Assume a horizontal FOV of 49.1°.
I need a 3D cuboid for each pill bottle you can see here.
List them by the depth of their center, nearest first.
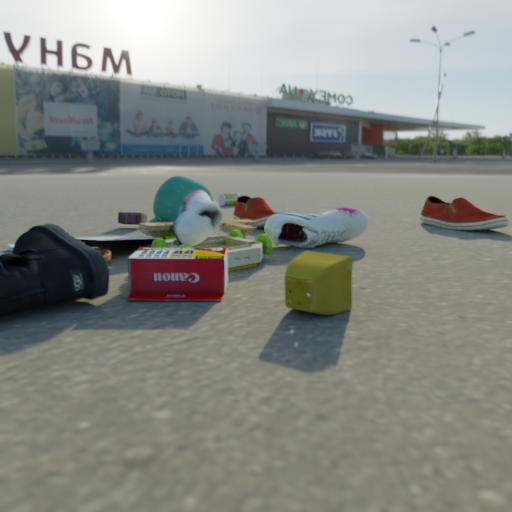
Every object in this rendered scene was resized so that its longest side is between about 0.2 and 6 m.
[{"bbox_3d":[-0.970,-2.143,21.170,0.889,0.486,0.486,-8,14,-39],"label":"pill bottle"}]

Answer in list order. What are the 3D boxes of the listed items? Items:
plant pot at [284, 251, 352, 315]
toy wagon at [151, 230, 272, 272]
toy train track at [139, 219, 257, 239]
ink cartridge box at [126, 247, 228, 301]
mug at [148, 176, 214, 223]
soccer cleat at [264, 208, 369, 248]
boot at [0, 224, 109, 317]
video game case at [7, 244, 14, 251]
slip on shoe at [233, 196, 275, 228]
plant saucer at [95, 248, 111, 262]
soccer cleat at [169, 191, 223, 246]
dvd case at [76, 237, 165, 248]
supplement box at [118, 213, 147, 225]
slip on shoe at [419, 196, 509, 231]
[{"bbox_3d":[0.750,0.405,7.320,0.734,0.739,0.756,8,17,36],"label":"plant pot"},{"bbox_3d":[-1.014,-0.164,10.838,1.963,0.501,2.530,-9,13,-40],"label":"toy wagon"},{"bbox_3d":[-1.178,-0.504,12.173,2.988,0.486,1.714,-5,15,-44],"label":"toy train track"},{"bbox_3d":[-1.150,0.252,8.380,1.407,0.590,1.235,0,11,-1],"label":"ink cartridge box"},{"bbox_3d":[-1.764,-1.068,13.828,1.018,1.646,1.352,25,2,38],"label":"mug"},{"bbox_3d":[1.392,-0.514,12.272,2.399,0.838,1.036,-4,27,-8],"label":"soccer cleat"},{"bbox_3d":[-3.887,0.317,7.444,2.991,0.982,2.466,-16,17,-41],"label":"boot"},{"bbox_3d":[-4.622,-0.180,11.899,0.998,0.118,0.909,-9,14,-41],"label":"video game case"},{"bbox_3d":[0.001,-1.228,15.624,0.955,0.789,2.577,-2,13,-21],"label":"slip on shoe"},{"bbox_3d":[-3.438,0.076,10.266,1.503,0.243,1.503,1,10,0],"label":"plant saucer"},{"bbox_3d":[-0.998,-0.794,11.055,0.919,0.743,2.129,-20,22,16],"label":"soccer cleat"},{"bbox_3d":[-2.982,-0.303,11.739,1.318,0.162,1.848,3,4,32],"label":"dvd case"},{"bbox_3d":[-3.345,-1.002,15.144,0.686,0.294,0.378,2,-2,7],"label":"supplement box"},{"bbox_3d":[5.532,-1.148,15.108,1.000,0.826,2.699,-4,13,-29],"label":"slip on shoe"}]
